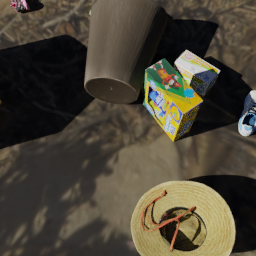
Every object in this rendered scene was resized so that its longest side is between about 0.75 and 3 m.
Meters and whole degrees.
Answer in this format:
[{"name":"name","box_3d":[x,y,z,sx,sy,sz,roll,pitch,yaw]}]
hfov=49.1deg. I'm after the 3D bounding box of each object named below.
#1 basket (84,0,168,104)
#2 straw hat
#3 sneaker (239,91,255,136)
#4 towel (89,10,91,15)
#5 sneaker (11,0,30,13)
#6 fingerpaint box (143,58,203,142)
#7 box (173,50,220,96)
[{"name":"basket","box_3d":[-0.182,-2.004,7.398,2.198,1.658,2.438,7,70,9]},{"name":"straw hat","box_3d":[1.174,2.150,5.862,2.086,0.883,2.086,-13,50,16]},{"name":"sneaker","box_3d":[3.233,-0.433,7.265,0.496,0.500,1.381,20,66,10]},{"name":"towel","box_3d":[-0.034,-3.488,8.702,1.768,0.305,1.702,42,69,15]},{"name":"sneaker","box_3d":[-3.597,-4.133,9.016,0.515,0.426,1.079,-32,68,-1]},{"name":"fingerpaint box","box_3d":[0.979,-0.594,6.710,0.595,1.622,1.353,-32,70,-12]},{"name":"box","box_3d":[1.831,-1.509,7.671,1.115,0.627,0.565,37,70,17]}]
